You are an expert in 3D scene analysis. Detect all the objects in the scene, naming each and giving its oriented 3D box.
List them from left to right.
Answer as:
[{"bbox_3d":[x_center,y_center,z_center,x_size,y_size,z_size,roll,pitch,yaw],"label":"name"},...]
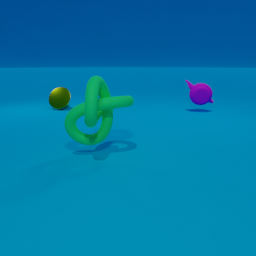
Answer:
[{"bbox_3d":[-2.605,-1.058,11.487,0.935,0.935,0.939,3,-16,14],"label":"cone"},{"bbox_3d":[-0.578,-0.381,5.374,1.461,1.367,0.675,-40,68,-14],"label":"knot shape"},{"bbox_3d":[2.714,-1.349,10.613,1.364,0.848,0.668,35,28,-9],"label":"teapot"}]
